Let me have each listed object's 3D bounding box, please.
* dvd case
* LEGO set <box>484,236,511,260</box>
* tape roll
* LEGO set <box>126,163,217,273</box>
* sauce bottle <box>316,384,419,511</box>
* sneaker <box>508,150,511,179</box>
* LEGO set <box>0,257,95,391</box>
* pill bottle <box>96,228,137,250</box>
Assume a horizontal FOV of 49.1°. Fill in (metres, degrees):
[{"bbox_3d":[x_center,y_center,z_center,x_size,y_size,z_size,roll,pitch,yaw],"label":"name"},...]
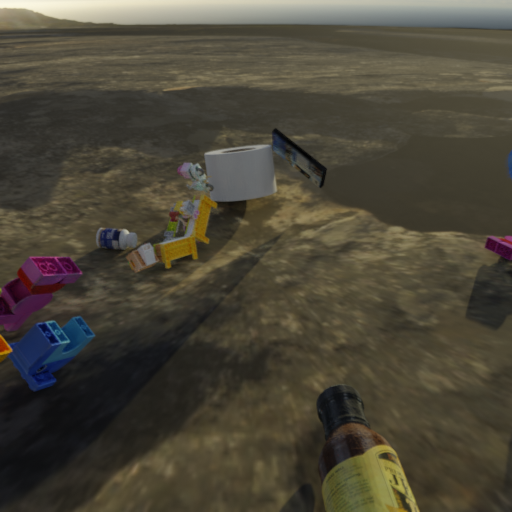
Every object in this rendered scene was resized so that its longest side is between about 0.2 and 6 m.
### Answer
[{"bbox_3d":[0.857,-1.951,11.273,1.331,0.949,0.117,41,82,10],"label":"dvd case"},{"bbox_3d":[5.019,-0.120,8.681,1.019,0.947,2.482,-11,31,-32],"label":"LEGO set"},{"bbox_3d":[-0.310,-1.684,11.346,1.381,0.948,1.381,-7,14,2],"label":"tape roll"},{"bbox_3d":[-1.482,-0.429,9.409,0.886,1.095,2.380,-1,47,34],"label":"LEGO set"},{"bbox_3d":[0.937,2.029,4.796,0.758,0.758,2.342,-2,29,-4],"label":"sauce bottle"},{"bbox_3d":[4.530,-0.983,7.527,3.063,1.160,1.609,11,30,-38],"label":"sneaker"},{"bbox_3d":[-3.235,1.071,5.872,1.448,1.558,3.797,49,14,13],"label":"LEGO set"},{"bbox_3d":[-2.391,-0.288,9.630,0.629,0.349,0.349,4,28,7],"label":"pill bottle"}]
